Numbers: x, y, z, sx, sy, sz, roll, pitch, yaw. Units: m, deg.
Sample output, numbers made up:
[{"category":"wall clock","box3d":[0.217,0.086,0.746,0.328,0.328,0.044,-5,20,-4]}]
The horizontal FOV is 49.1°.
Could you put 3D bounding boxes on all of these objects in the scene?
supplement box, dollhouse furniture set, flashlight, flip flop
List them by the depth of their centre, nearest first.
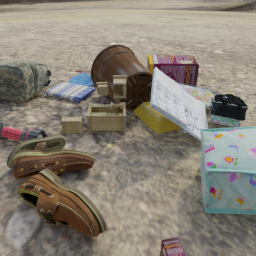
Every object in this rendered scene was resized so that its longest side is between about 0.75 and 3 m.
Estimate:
[{"category":"supplement box","box3d":[0.983,2.780,5.697,0.394,0.508,0.920,-5,30,-11]},{"category":"flip flop","box3d":[-2.881,0.792,9.107,2.058,0.834,0.592,-18,48,-38]},{"category":"flashlight","box3d":[-4.017,0.218,10.013,2.285,0.774,0.776,12,30,18]},{"category":"dollhouse furniture set","box3d":[-1.291,-1.044,10.797,2.434,2.152,1.353,0,30,-2]},{"category":"supplement box","box3d":[2.382,-3.131,15.353,2.607,1.345,1.707,1,29,2]}]

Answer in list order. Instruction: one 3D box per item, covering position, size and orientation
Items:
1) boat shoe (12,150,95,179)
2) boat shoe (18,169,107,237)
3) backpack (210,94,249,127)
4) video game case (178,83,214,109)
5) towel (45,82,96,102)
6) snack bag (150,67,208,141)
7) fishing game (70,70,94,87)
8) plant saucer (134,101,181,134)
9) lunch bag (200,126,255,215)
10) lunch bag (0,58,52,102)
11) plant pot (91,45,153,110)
[{"category":"boat shoe","box3d":[-2.207,1.164,8.424,2.408,0.867,0.813,1,62,-14]},{"category":"boat shoe","box3d":[-1.693,1.961,6.798,0.969,1.026,2.851,-28,30,-36]},{"category":"backpack","box3d":[4.006,-0.777,11.264,1.406,1.193,1.584,11,28,10]},{"category":"video game case","box3d":[2.959,-1.470,12.704,2.466,0.220,1.765,9,33,-17]},{"category":"towel","box3d":[-2.881,-1.845,14.148,2.109,0.251,1.549,13,34,21]},{"category":"snack bag","box3d":[2.030,-0.835,10.466,2.875,0.308,2.711,33,35,-17]},{"category":"fishing game","box3d":[-2.351,-2.554,15.393,1.656,0.359,2.312,-4,38,-3]},{"category":"plant saucer","box3d":[1.672,-0.689,11.860,2.213,0.536,2.213,-12,32,-22]},{"category":"lunch bag","box3d":[3.404,1.091,7.547,2.765,1.686,2.355,-1,28,10]},{"category":"lunch bag","box3d":[-5.428,-2.542,13.798,2.645,1.843,2.219,10,32,15]},{"category":"plant pot","box3d":[-0.110,-2.211,12.869,2.501,2.501,2.475,-14,40,-24]}]
